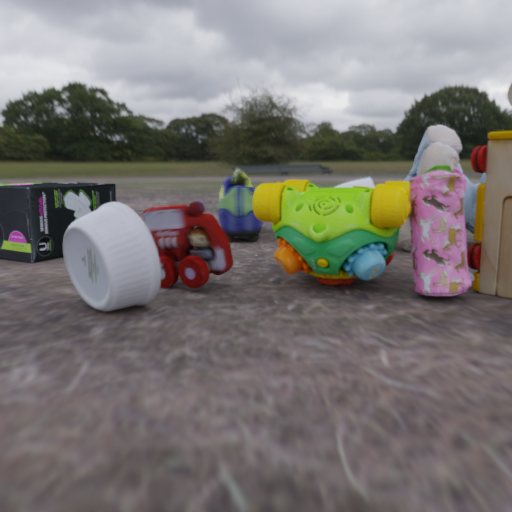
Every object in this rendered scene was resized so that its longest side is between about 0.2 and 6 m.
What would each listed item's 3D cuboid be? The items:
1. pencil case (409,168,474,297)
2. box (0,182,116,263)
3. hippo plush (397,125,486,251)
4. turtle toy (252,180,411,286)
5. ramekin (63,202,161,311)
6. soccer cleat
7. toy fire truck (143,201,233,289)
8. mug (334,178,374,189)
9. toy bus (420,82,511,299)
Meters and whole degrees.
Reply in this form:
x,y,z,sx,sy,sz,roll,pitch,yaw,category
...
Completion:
x,y,z,sx,sy,sz,roll,pitch,yaw,category
2.108,-0.263,6.428,0.627,1.449,0.600,-4,0,-13,pencil case
-3.567,-0.652,9.632,1.427,1.194,1.921,5,10,28,box
3.654,-0.791,10.020,2.140,2.120,2.662,18,-32,3,hippo plush
1.132,-0.331,7.409,1.885,1.308,2.587,4,10,21,turtle toy
-1.570,0.048,5.920,1.163,1.163,0.542,10,24,44,ramekin
-0.279,-1.240,11.900,1.016,1.314,3.143,-1,17,-1,soccer cleat
-0.863,-0.163,6.961,1.181,0.992,0.662,-2,16,34,toy fire truck
1.586,-0.932,9.777,0.898,0.756,1.024,-12,21,4,mug
3.295,-0.590,6.557,1.217,2.222,2.355,-9,-32,-42,toy bus
